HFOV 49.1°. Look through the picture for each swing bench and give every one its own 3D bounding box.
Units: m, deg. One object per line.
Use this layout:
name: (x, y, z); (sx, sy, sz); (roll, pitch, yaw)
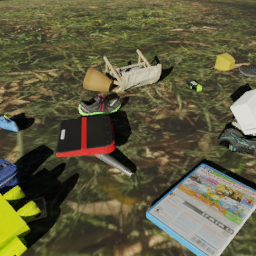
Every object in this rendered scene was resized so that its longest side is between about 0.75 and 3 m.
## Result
swing bench: (0.169, -2.842, 14.487); (2.206, 1.439, 2.218); (-17, 42, -25)

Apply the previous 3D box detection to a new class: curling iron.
curling iron: (-0.821, 0.830, 9.683); (0.713, 0.368, 2.877); (-25, 40, -33)

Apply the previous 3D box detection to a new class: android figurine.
android figurine: (-3.421, 2.503, 6.735); (2.257, 0.509, 2.479); (27, 53, 34)

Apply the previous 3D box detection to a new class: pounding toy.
pounding toy: (-2.576, 2.279, 7.450); (0.771, 0.353, 0.678); (-11, 34, -17)

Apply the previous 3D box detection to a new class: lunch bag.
lunch bag: (-3.872, 1.522, 8.179); (0.853, 0.831, 1.256); (19, 37, 28)

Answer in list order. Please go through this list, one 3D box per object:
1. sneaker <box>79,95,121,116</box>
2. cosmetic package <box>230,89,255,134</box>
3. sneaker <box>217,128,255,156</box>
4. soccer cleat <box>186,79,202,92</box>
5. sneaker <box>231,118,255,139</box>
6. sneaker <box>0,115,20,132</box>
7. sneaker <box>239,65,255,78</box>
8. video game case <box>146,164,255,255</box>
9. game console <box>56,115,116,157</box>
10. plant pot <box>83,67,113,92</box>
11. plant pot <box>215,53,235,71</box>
sneaker: (-1.176, -1.037, 12.176); (1.916, 0.803, 0.735); (-12, 35, -18)
cosmetic package: (3.768, -0.509, 8.413); (1.003, 1.006, 0.618); (-37, 11, -29)
sneaker: (4.044, 0.693, 9.716); (0.796, 0.757, 2.009); (-31, 34, -25)
soccer cleat: (3.325, -2.193, 14.399); (0.444, 0.370, 1.096); (-21, 41, -25)
sneaker: (4.833, 0.141, 10.400); (0.893, 0.809, 2.102); (-8, 33, -21)
sneaker: (-4.772, -0.077, 11.101); (1.290, 0.425, 0.506); (26, 52, 35)
sneaker: (7.272, -3.217, 15.435); (0.846, 0.946, 2.311); (-27, 41, -35)
video game case: (2.171, 2.148, 7.757); (2.017, 0.251, 2.819); (27, 42, 36)
game console: (-1.500, 0.255, 10.056); (1.986, 0.349, 2.246); (-8, 32, -4)
plant pot: (-1.430, -2.291, 14.025); (1.235, 1.151, 1.151); (22, 36, 6)
plant pot: (5.793, -3.835, 16.553); (0.827, 0.833, 0.852); (-22, 44, -30)
